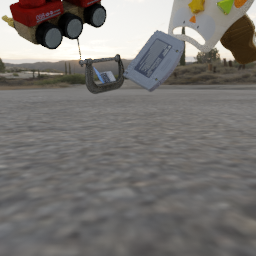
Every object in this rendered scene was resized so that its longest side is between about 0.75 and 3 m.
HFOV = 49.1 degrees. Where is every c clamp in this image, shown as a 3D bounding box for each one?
[{"bbox_3d":[-0.726,-1.828,8.416,0.250,1.577,1.845,11,17,41],"label":"c clamp"}]

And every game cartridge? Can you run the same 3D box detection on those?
[{"bbox_3d":[0.742,-1.786,7.502,1.069,1.605,0.333,35,-5,17],"label":"game cartridge"}]

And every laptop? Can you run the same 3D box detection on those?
[{"bbox_3d":[-0.988,-2.307,12.256,0.919,0.532,0.860,-15,58,-20],"label":"laptop"}]

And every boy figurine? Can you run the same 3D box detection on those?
[{"bbox_3d":[-3.996,-3.638,9.681,0.778,0.250,0.483,27,-29,2],"label":"boy figurine"}]

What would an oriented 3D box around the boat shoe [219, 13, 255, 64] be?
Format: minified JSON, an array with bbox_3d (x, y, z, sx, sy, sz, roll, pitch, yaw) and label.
[{"bbox_3d":[3.420,-2.998,8.734,1.026,0.963,2.784,-14,-24,28],"label":"boat shoe"}]

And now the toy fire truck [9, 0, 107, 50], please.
[{"bbox_3d":[-1.438,-2.757,5.071,1.294,2.012,1.771,33,54,29],"label":"toy fire truck"}]

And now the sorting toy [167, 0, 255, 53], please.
[{"bbox_3d":[1.970,-3.193,7.552,2.222,2.000,1.187,29,23,24],"label":"sorting toy"}]
